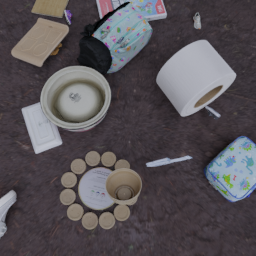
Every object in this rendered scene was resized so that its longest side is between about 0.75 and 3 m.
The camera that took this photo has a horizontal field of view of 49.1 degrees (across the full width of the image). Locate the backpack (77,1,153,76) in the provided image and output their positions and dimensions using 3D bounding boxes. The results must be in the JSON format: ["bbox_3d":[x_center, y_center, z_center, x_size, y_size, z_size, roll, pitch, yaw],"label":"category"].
[{"bbox_3d":[-0.496,-3.522,11.284,1.887,2.488,2.981,46,72,-5],"label":"backpack"}]

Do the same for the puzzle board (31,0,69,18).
[{"bbox_3d":[-3.526,-6.065,13.215,1.465,0.169,1.944,12,69,5],"label":"puzzle board"}]

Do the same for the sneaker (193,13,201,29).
[{"bbox_3d":[3.137,-4.847,12.645,0.299,0.363,0.790,-8,70,-2],"label":"sneaker"}]

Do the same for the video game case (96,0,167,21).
[{"bbox_3d":[0.090,-5.767,13.025,2.993,0.261,2.140,-11,69,-4],"label":"video game case"}]

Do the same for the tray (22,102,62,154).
[{"bbox_3d":[-3.399,-0.116,10.948,1.103,0.228,2.055,-21,71,-9],"label":"tray"}]

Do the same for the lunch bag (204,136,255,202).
[{"bbox_3d":[3.927,1.487,9.999,2.100,0.866,1.688,-40,73,-14],"label":"lunch bag"}]

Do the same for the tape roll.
[{"bbox_3d":[2.490,-1.786,10.401,2.419,2.419,1.661,-30,72,-11],"label":"tape roll"}]

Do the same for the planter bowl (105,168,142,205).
[{"bbox_3d":[-0.128,1.883,8.532,1.084,0.729,1.084,-1,49,1],"label":"planter bowl"}]

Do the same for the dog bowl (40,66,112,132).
[{"bbox_3d":[-1.939,-1.029,10.887,2.673,0.986,2.673,0,70,0],"label":"dog bowl"}]

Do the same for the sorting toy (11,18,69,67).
[{"bbox_3d":[-3.741,-3.670,12.011,1.968,0.388,2.126,24,74,27],"label":"sorting toy"}]

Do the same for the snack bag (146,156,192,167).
[{"bbox_3d":[1.318,1.024,8.818,1.337,1.261,0.143,-14,79,14],"label":"snack bag"}]

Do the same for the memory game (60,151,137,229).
[{"bbox_3d":[-1.044,2.185,10.109,2.868,0.183,2.868,0,69,1],"label":"memory game"}]

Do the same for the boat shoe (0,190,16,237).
[{"bbox_3d":[-4.610,3.376,9.307,0.952,1.001,2.780,42,67,-8],"label":"boat shoe"}]

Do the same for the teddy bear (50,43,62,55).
[{"bbox_3d":[-3.277,-3.556,12.221,0.743,0.342,1.025,-32,65,-19],"label":"teddy bear"}]

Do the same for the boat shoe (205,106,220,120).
[{"bbox_3d":[3.184,-0.564,10.670,0.288,0.273,0.824,13,24,-35],"label":"boat shoe"}]

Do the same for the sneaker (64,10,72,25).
[{"bbox_3d":[-2.688,-5.086,12.768,0.338,0.326,0.809,-12,69,-10],"label":"sneaker"}]
